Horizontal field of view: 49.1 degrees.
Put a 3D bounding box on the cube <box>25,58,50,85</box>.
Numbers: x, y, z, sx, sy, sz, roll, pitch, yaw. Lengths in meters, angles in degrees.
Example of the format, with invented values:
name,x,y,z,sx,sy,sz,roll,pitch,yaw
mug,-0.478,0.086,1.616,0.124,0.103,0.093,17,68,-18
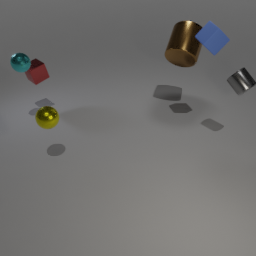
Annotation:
name,x,y,z,sx,sy,sz,roll,pitch,yaw
cube,-3.805,-2.332,11.573,0.700,0.700,0.700,-38,50,-25

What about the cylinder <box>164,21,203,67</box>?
name,x,y,z,sx,sy,sz,roll,pitch,yaw
cylinder,2.406,-3.522,11.851,1.400,1.400,1.400,14,76,22

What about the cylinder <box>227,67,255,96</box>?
name,x,y,z,sx,sy,sz,roll,pitch,yaw
cylinder,3.813,-1.550,9.408,0.700,0.700,0.700,-28,79,-37

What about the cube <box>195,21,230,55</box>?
name,x,y,z,sx,sy,sz,roll,pitch,yaw
cube,2.866,-3.059,9.543,0.700,0.700,0.700,27,28,-36

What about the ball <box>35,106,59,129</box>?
name,x,y,z,sx,sy,sz,roll,pitch,yaw
ball,-2.412,-0.311,8.387,0.700,0.700,0.700,0,31,0

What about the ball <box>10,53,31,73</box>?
name,x,y,z,sx,sy,sz,roll,pitch,yaw
ball,-3.862,-2.351,10.080,0.700,0.700,0.700,0,31,0
